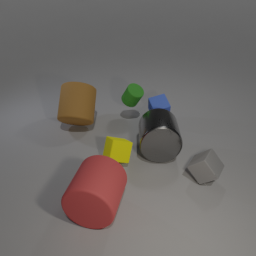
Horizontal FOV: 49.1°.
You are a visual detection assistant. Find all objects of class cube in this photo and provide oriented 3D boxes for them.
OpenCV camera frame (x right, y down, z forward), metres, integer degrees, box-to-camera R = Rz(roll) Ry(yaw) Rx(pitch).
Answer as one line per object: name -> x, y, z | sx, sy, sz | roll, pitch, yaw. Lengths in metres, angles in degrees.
cube -> -0.350, 0.710, 9.241 | 0.700, 0.700, 0.700 | 9, 5, -24
cube -> 1.254, -0.836, 11.301 | 0.700, 0.700, 0.700 | -17, 59, -7
cube -> 2.369, 1.173, 8.533 | 0.700, 0.700, 0.700 | -32, 7, 44

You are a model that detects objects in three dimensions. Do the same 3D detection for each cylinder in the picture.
cylinder -> -1.993, -0.921, 10.999 | 1.400, 1.400, 1.400 | 4, -12, 1
cylinder -> 0.180, -1.301, 11.154 | 0.700, 0.700, 0.700 | 13, 54, -19
cylinder -> -0.851, 1.674, 7.454 | 1.400, 1.400, 1.400 | 7, 33, 11
cylinder -> 1.078, 0.231, 9.638 | 1.400, 1.400, 1.400 | 0, 30, 1
